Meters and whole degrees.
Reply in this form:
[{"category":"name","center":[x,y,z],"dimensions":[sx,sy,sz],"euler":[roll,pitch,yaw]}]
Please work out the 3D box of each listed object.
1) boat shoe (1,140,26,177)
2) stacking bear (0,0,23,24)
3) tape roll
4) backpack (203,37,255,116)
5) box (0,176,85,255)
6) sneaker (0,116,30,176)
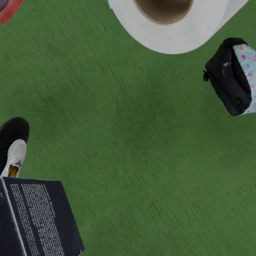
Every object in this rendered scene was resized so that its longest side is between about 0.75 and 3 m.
[{"category":"boat shoe","center":[-1.929,0.609,4.797],"dimensions":[0.299,0.304,0.857],"euler":[-1,64,43]},{"category":"stacking bear","center":[-2.620,-2.638,4.787],"dimensions":[0.948,1.562,0.888],"euler":[-20,50,37]},{"category":"tape roll","center":[0.958,-2.737,4.911],"dimensions":[2.379,2.379,1.633],"euler":[42,58,5]},{"category":"backpack","center":[2.355,-1.014,5.880],"dimensions":[0.938,1.237,1.483],"euler":[-15,69,-14]},{"category":"box","center":[-1.980,1.641,3.661],"dimensions":[2.205,2.187,1.359],"euler":[-22,78,-3]},{"category":"sneaker","center":[-2.502,0.673,5.167],"dimensions":[0.561,0.974,1.868],"euler":[32,63,-36]}]
